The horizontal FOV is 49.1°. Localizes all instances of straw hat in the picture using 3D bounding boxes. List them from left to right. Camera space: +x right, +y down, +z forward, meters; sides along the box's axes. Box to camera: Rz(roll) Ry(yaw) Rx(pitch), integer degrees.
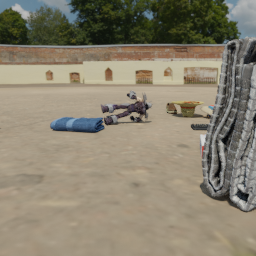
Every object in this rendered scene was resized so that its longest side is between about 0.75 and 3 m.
[{"bbox_3d":[3.152,-0.984,14.719,1.827,0.773,1.827,1,11,0],"label":"straw hat"}]

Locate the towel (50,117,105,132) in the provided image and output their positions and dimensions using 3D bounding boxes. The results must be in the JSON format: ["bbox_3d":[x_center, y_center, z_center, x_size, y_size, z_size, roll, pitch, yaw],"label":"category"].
[{"bbox_3d":[-2.011,-0.160,11.197,1.976,0.480,1.103,3,12,15],"label":"towel"}]

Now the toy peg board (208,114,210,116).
[{"bbox_3d":[4.624,-0.779,14.977,0.796,0.389,0.793,2,26,13],"label":"toy peg board"}]

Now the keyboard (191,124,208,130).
[{"bbox_3d":[3.382,-0.071,11.529,1.527,0.196,0.917,1,11,2],"label":"keyboard"}]

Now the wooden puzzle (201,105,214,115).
[{"bbox_3d":[4.825,-0.834,14.102,1.766,0.329,1.633,-9,30,-34],"label":"wooden puzzle"}]

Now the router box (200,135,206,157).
[{"bbox_3d":[2.717,0.519,7.998,1.266,0.345,1.410,3,11,13],"label":"router box"}]

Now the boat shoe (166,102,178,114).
[{"bbox_3d":[2.493,-1.196,16.301,0.584,0.585,1.581,-1,11,-7],"label":"boat shoe"}]

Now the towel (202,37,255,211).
[{"bbox_3d":[2.566,-0.241,5.112,2.392,2.889,1.236,-8,19,-35],"label":"towel"}]

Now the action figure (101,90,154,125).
[{"bbox_3d":[0.018,-0.866,12.551,2.355,1.532,0.817,-12,16,-8],"label":"action figure"}]
